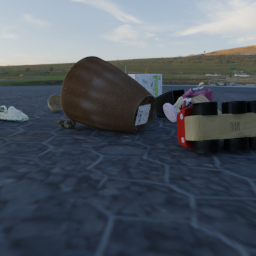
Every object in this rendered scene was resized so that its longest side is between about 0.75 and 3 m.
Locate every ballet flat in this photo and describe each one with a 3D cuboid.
[{"bbox_3d":[-5.489,-0.668,12.705,2.048,0.735,0.735,4,12,15],"label":"ballet flat"}]

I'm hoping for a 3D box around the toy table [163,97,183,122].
[{"bbox_3d":[2.142,-0.777,12.408,0.720,1.130,1.230,-18,38,-11],"label":"toy table"}]

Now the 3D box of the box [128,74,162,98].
[{"bbox_3d":[0.898,-1.929,15.457,1.824,2.067,0.999,-8,13,-30],"label":"box"}]

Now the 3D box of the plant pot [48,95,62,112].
[{"bbox_3d":[-4.009,-1.275,15.539,0.956,0.956,0.641,-6,-25,-29],"label":"plant pot"}]

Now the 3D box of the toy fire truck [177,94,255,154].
[{"bbox_3d":[2.511,-0.284,8.659,2.478,1.811,2.815,-4,1,-16],"label":"toy fire truck"}]

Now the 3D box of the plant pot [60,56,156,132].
[{"bbox_3d":[-0.511,-0.981,10.358,2.896,2.707,2.707,26,24,33],"label":"plant pot"}]

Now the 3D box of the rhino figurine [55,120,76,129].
[{"bbox_3d":[-2.486,-0.167,10.978,1.121,0.335,0.490,7,1,40],"label":"rhino figurine"}]

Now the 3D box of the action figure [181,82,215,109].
[{"bbox_3d":[3.036,-1.318,13.380,2.520,1.688,1.876,-7,12,-44],"label":"action figure"}]

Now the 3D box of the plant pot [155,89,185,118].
[{"bbox_3d":[2.050,-1.141,13.759,1.174,1.324,1.320,-5,6,36],"label":"plant pot"}]
